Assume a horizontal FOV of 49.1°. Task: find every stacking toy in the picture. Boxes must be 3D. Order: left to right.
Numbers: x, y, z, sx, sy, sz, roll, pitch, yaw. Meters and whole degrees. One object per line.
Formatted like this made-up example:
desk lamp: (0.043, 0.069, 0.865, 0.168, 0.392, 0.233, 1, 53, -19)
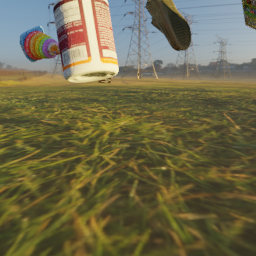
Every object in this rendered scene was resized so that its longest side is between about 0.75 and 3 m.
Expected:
stacking toy: (-2.657, -2.668, 9.335, 1.828, 1.061, 1.003, 23, 52, 35)

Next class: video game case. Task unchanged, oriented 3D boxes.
video game case: (3.815, -3.501, 8.033, 0.205, 1.626, 1.787, -27, 36, 3)

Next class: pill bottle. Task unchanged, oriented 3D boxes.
pill bottle: (-1.217, -2.757, 7.792, 1.556, 2.725, 1.556, -9, 0, 0)

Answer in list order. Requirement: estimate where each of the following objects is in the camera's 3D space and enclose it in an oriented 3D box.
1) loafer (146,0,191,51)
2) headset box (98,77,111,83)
loafer: (1.441, -3.848, 10.175, 0.985, 2.592, 0.874, -14, -13, -33)
headset box: (-0.945, -2.742, 11.555, 0.563, 1.457, 1.084, 1, 55, -8)
